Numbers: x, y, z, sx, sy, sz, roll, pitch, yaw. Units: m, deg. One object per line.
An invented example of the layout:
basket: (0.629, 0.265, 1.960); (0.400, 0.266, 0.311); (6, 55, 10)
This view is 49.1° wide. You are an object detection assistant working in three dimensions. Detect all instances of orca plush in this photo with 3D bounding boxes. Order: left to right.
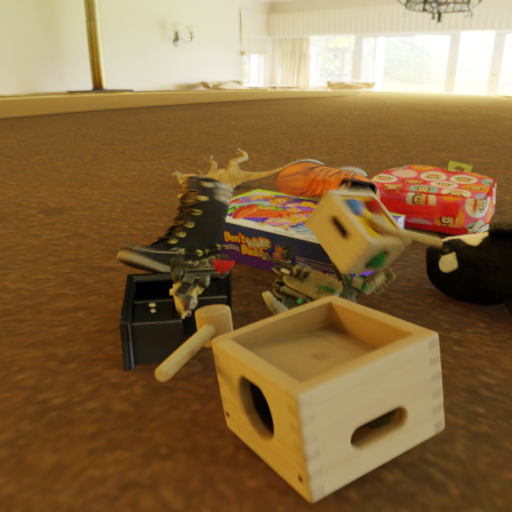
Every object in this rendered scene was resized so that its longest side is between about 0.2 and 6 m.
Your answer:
orca plush: (4.221, 0.667, 7.794); (3.903, 1.387, 2.053); (13, -20, 21)

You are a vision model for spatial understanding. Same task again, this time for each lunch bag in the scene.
lunch bag: (3.739, -1.205, 12.160); (2.660, 1.090, 2.343); (11, 23, 26)

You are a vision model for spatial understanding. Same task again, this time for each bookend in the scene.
bookend: (-1.003, 0.801, 7.492); (1.498, 0.694, 1.507); (-3, 21, -7)

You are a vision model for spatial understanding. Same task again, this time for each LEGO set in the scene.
LEGO set: (0.343, 0.596, 7.723); (3.106, 0.880, 2.017); (7, 28, 2)

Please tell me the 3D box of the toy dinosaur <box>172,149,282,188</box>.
toy dinosaur: (-0.660, -2.233, 15.619); (3.139, 0.914, 1.587); (-3, 35, 13)

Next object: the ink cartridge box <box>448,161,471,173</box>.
ink cartridge box: (4.891, -1.792, 13.852); (0.238, 0.992, 0.722); (-8, 22, -29)

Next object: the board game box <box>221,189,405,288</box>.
board game box: (0.730, -0.436, 10.619); (3.412, 0.764, 2.294); (15, 25, 33)

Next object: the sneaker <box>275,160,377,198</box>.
sneaker: (1.418, -1.424, 11.001); (2.020, 0.784, 1.132); (-1, 18, -7)

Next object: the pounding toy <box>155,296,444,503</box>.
pounding toy: (0.141, 1.305, 5.721); (2.232, 1.162, 2.541); (-17, 17, -27)

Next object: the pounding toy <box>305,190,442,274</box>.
pounding toy: (1.717, -0.352, 8.233); (1.238, 0.956, 1.345); (-4, 52, -42)

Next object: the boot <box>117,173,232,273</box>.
boot: (-1.160, -0.482, 8.754); (0.787, 1.618, 2.150); (12, 1, 38)
